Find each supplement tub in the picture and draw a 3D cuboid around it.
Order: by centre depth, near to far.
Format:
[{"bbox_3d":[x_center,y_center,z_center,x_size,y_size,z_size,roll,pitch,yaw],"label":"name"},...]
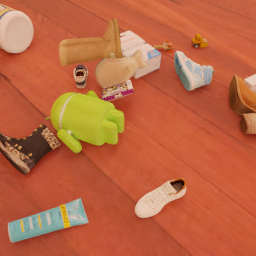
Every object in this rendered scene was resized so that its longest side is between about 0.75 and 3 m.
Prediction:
[{"bbox_3d":[-6.496,-5.182,14.202,2.832,2.049,2.049,26,54,21],"label":"supplement tub"}]

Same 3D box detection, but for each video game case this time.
[{"bbox_3d":[-0.419,-1.462,11.069,1.264,0.226,1.146,-18,26,5],"label":"video game case"}]

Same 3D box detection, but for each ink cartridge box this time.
[{"bbox_3d":[0.231,-3.639,13.650,1.491,0.872,2.570,-27,54,-21],"label":"ink cartridge box"}]

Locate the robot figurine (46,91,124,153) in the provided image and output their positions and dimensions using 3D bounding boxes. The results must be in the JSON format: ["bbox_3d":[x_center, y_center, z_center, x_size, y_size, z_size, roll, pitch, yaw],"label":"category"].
[{"bbox_3d":[-1.566,-0.359,10.303,2.817,1.629,2.471,17,53,14],"label":"robot figurine"}]

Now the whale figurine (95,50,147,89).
[{"bbox_3d":[-0.349,-2.619,12.247,2.266,1.803,1.176,-29,33,1],"label":"whale figurine"}]

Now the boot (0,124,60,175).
[{"bbox_3d":[-3.728,0.459,10.117,2.235,0.818,1.683,38,60,24],"label":"boot"}]

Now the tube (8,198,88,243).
[{"bbox_3d":[-2.366,2.783,8.362,2.197,0.554,0.851,-13,57,-19],"label":"tube"}]

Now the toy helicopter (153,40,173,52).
[{"bbox_3d":[1.827,-4.268,14.537,1.030,0.406,0.681,-3,47,0],"label":"toy helicopter"}]

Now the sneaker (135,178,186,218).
[{"bbox_3d":[1.019,2.077,8.744,1.871,0.792,0.681,-27,56,-20],"label":"sneaker"}]

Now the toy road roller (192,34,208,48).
[{"bbox_3d":[3.775,-4.588,14.651,0.847,0.619,0.521,-7,49,-6],"label":"toy road roller"}]

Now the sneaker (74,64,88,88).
[{"bbox_3d":[-2.172,-2.571,12.904,0.623,0.631,1.590,-8,48,-5],"label":"sneaker"}]

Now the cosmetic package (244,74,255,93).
[{"bbox_3d":[5.351,-1.802,12.104,0.797,0.799,0.491,-24,53,-20],"label":"cosmetic package"}]

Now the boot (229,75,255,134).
[{"bbox_3d":[5.416,-1.018,11.197,2.228,1.100,2.869,-4,51,-2],"label":"boot"}]

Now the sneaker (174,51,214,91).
[{"bbox_3d":[3.070,-2.731,12.880,1.488,0.906,2.279,-12,59,-7],"label":"sneaker"}]

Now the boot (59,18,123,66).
[{"bbox_3d":[-1.454,-3.385,10.853,2.334,0.772,2.044,-6,56,-1],"label":"boot"}]
